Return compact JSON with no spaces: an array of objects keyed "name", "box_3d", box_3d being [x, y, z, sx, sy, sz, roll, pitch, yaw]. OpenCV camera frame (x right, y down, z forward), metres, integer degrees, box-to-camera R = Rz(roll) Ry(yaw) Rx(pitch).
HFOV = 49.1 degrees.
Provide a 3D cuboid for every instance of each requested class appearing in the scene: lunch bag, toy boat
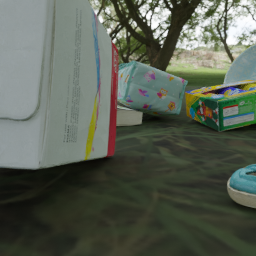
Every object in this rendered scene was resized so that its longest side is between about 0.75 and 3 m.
[{"name":"lunch bag","box_3d":[0.494,-1.281,9.582,2.073,1.484,2.434,16,-1,-19]},{"name":"toy boat","box_3d":[1.651,0.611,3.102,0.997,0.463,0.838,6,11,31]}]

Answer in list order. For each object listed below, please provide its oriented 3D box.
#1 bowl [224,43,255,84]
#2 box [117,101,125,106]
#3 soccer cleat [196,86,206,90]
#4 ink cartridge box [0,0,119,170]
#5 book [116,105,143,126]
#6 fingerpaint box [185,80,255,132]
[{"name":"bowl","box_3d":[4.760,-1.384,9.255,1.465,2.722,2.722,20,-5,-39]},{"name":"box","box_3d":[0.330,-1.554,12.280,2.808,0.578,2.189,7,-15,32]},{"name":"soccer cleat","box_3d":[3.589,-1.277,13.273,0.789,0.846,2.312,-25,-13,14]},{"name":"ink cartridge box","box_3d":[-1.385,-0.573,3.796,2.016,2.007,2.775,3,-3,9]},{"name":"book","box_3d":[-0.864,-0.522,9.194,1.847,0.664,2.765,3,8,-20]},{"name":"fingerpaint box","box_3d":[3.161,-0.764,8.182,2.349,0.862,1.960,-11,17,-10]}]
